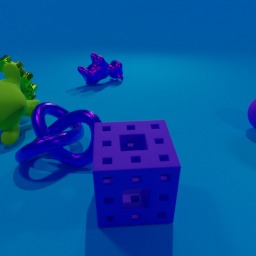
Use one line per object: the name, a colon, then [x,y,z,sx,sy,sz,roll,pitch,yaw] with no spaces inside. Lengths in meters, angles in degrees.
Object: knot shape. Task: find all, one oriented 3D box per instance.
knot shape: [-1.467,0.061,5.986,1.851,0.855,1.732,-12,40,-8]

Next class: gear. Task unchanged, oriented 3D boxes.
gear: [-3.333,-1.277,7.896,1.557,1.557,0.288,8,41,15]

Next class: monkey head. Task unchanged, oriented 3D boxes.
monkey head: [-2.719,-0.533,6.772,1.354,1.882,1.134,2,-3,-31]

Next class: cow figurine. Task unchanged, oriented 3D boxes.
cow figurine: [-0.929,-2.046,10.372,1.531,1.506,0.840,-45,43,-7]

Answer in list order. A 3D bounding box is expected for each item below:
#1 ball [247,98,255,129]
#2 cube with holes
ball: [3.430,-0.357,6.848,0.944,0.944,0.944,0,27,0]
cube with holes: [0.078,0.694,4.475,1.174,1.174,1.174,-3,34,-4]
